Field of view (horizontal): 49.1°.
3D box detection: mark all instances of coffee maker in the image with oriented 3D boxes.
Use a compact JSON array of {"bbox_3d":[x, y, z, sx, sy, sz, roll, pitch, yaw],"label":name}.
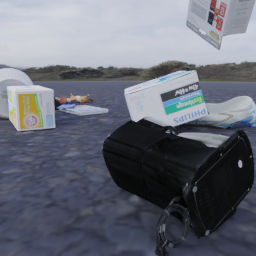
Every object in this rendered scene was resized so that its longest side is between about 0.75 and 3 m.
[{"bbox_3d":[0.395,0.479,3.363,1.527,1.071,1.590,-10,14,-37],"label":"coffee maker"}]

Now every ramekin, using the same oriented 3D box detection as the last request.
[{"bbox_3d":[-4.138,-1.140,9.844,1.800,1.800,0.838,-6,25,-28],"label":"ramekin"}]

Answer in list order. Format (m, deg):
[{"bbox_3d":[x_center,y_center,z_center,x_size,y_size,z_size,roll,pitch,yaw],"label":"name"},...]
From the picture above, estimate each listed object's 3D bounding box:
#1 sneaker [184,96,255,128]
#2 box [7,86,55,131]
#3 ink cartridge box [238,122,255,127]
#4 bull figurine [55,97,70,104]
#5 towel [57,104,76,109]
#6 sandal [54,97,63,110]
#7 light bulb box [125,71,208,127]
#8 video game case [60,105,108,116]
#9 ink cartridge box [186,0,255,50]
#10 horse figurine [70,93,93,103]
[{"bbox_3d":[2.581,-0.339,8.441,2.499,0.906,0.898,-5,33,44],"label":"sneaker"},{"bbox_3d":[-3.052,-0.679,8.707,1.059,1.175,2.089,-6,13,-28],"label":"box"},{"bbox_3d":[3.961,-0.249,8.748,0.614,0.344,0.901,-2,14,-9],"label":"ink cartridge box"},{"bbox_3d":[-3.313,-1.339,13.971,0.710,0.381,1.169,-2,10,1],"label":"bull figurine"},{"bbox_3d":[-2.587,-0.920,11.829,0.619,0.102,0.855,0,12,2],"label":"towel"},{"bbox_3d":[-3.582,-1.104,12.979,0.723,0.434,1.926,-15,33,-36],"label":"sandal"},{"bbox_3d":[0.947,-0.755,7.861,1.917,1.207,1.934,-18,11,2],"label":"light bulb box"},{"bbox_3d":[-1.855,-0.753,11.639,1.291,0.158,1.805,-9,15,-39],"label":"video game case"},{"bbox_3d":[2.470,-3.317,7.721,0.781,1.636,1.863,-13,45,-16],"label":"ink cartridge box"},{"bbox_3d":[-2.619,-1.582,15.067,1.462,0.365,0.969,5,23,-1],"label":"horse figurine"}]
